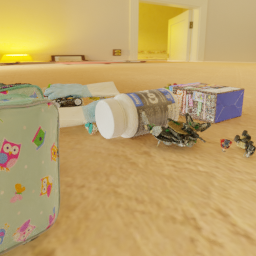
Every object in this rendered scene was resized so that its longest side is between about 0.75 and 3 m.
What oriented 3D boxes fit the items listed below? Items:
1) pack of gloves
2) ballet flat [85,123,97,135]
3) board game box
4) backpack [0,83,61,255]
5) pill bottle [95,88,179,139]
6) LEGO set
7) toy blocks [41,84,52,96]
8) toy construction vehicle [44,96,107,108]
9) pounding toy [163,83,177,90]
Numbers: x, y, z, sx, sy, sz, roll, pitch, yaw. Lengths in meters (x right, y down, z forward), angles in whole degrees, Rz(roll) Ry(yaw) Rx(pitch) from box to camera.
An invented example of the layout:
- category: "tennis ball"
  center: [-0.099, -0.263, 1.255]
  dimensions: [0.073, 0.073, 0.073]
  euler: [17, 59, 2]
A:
- category: "pack of gloves"
  center: [-1.339, -1.016, 9.146]
  dimensions: [2.637, 0.520, 2.216]
  euler: [-7, 44, -22]
- category: "ballet flat"
  center: [-1.099, -0.006, 8.651]
  dimensions: [0.285, 0.337, 0.892]
  euler: [19, 12, -25]
- category: "board game box"
  center: [2.929, -1.036, 10.680]
  dimensions: [1.755, 1.066, 2.201]
  euler: [-12, 21, -35]
- category: "backpack"
  center: [-2.102, 0.511, 3.350]
  dimensions: [1.958, 2.245, 2.554]
  euler: [11, 13, 34]
- category: "pill bottle"
  center: [0.273, -0.431, 8.294]
  dimensions: [2.283, 1.299, 1.299]
  euler: [-13, 21, -33]
- category: "LEGO set"
  center: [1.719, 0.287, 7.302]
  dimensions: [2.898, 0.821, 1.882]
  euler: [23, 28, 25]
- category: "toy blocks"
  center: [-3.904, -1.510, 13.109]
  dimensions: [1.609, 0.804, 1.100]
  euler: [12, 32, 37]
- category: "toy construction vehicle"
  center: [-1.764, -0.856, 10.525]
  dimensions: [2.864, 1.009, 2.494]
  euler: [-10, 17, -4]
- category: "pounding toy"
  center: [2.480, -2.350, 16.051]
  dimensions: [0.848, 0.510, 1.099]
  euler: [-2, 17, -8]
